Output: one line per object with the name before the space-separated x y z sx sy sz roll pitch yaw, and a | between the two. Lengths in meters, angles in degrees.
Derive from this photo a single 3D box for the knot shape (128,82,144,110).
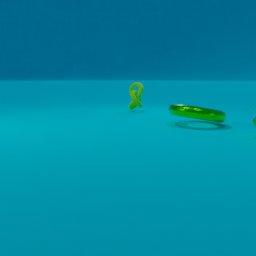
knot shape | 0.334 -1.277 12.302 0.572 1.157 1.237 4 54 -5

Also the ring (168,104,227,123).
ring | 2.193 -0.467 8.928 1.825 0.365 1.825 9 4 -1

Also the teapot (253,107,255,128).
teapot | 3.600 -0.335 6.971 0.886 1.125 1.809 37 33 10
